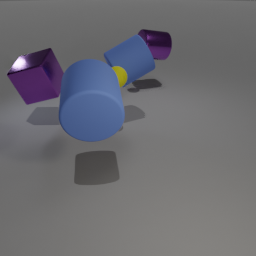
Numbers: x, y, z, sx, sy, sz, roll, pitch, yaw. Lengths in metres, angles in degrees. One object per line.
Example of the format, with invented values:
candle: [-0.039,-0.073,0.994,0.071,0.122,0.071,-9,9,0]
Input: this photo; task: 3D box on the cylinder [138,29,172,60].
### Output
cylinder: [1.264,-4.166,14.084,1.400,1.400,1.400,-2,27,-23]

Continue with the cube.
cube: [-3.379,-1.946,10.590,1.400,1.400,1.400,-11,39,13]

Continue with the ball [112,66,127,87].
ball: [-0.372,-1.669,9.189,0.700,0.700,0.700,0,28,0]

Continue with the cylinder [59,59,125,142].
cylinder: [-0.848,-0.645,6.458,1.400,1.400,1.400,-4,41,-7]

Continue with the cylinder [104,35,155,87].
cylinder: [0.053,-2.421,10.168,1.400,1.400,1.400,-31,32,-1]
